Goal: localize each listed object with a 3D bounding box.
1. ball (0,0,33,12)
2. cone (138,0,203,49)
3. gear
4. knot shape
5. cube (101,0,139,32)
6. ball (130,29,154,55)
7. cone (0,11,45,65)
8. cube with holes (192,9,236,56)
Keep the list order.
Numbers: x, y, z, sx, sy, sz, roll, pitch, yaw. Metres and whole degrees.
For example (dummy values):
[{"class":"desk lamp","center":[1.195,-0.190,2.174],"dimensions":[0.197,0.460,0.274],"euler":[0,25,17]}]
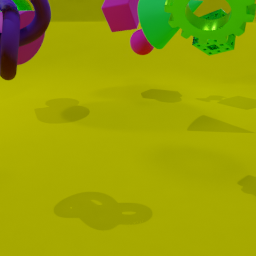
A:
[{"class":"ball","center":[-3.416,-3.506,8.531],"dimensions":[1.000,1.000,1.000],"euler":[0,23,0]},{"class":"cone","center":[1.142,-2.707,6.592],"dimensions":[1.321,1.317,1.317],"euler":[-11,13,35]},{"class":"gear","center":[1.146,-1.700,3.966],"dimensions":[1.220,1.220,0.226],"euler":[9,67,21]},{"class":"knot shape","center":[-1.751,-1.389,3.705],"dimensions":[1.246,1.332,0.615],"euler":[25,12,15]},{"class":"cube","center":[-0.171,-3.955,9.395],"dimensions":[0.966,0.966,0.966],"euler":[1,55,23]},{"class":"ball","center":[0.475,-2.782,9.077],"dimensions":[0.824,0.824,0.824],"euler":[0,23,0]},{"class":"cone","center":[-3.462,-2.848,7.815],"dimensions":[1.594,1.588,1.588],"euler":[33,31,10]},{"class":"cube with holes","center":[2.683,-2.916,8.662],"dimensions":[0.909,0.909,0.909],"euler":[16,-11,-37]}]
